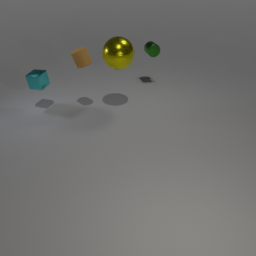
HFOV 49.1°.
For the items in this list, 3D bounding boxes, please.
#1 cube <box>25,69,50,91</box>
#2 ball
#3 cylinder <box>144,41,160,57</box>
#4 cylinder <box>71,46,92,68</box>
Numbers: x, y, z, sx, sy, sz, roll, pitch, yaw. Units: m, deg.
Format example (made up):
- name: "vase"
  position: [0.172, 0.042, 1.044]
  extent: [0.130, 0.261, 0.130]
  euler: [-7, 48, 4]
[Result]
- name: "cube"
  position: [-4.098, -2.197, 12.748]
  extent: [0.700, 0.700, 0.700]
  euler: [8, 38, 19]
- name: "ball"
  position: [-0.418, -3.205, 12.036]
  extent: [1.400, 1.400, 1.400]
  euler: [0, 30, 0]
- name: "cylinder"
  position: [1.309, -4.267, 15.172]
  extent: [0.700, 0.700, 0.700]
  euler: [-8, 33, -14]
- name: "cylinder"
  position: [-1.990, -3.013, 11.967]
  extent: [0.700, 0.700, 0.700]
  euler: [-18, 28, 10]
